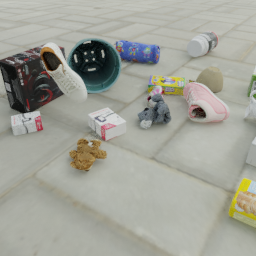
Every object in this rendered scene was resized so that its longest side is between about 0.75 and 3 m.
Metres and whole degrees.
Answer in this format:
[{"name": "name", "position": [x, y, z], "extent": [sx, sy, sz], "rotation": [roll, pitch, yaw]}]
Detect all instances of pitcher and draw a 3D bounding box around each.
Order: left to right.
[{"name": "pitcher", "position": [4.960, -0.675, 9.672], "extent": [1.603, 1.375, 0.972], "rotation": [15, 57, 22]}]

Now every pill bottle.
[{"name": "pill bottle", "position": [4.234, -4.754, 15.910], "extent": [1.117, 1.117, 1.962], "rotation": [24, 42, 31]}]

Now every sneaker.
[{"name": "sneaker", "position": [-2.062, -1.572, 8.777], "extent": [0.776, 2.130, 0.902], "rotation": [-28, 25, 14]}, {"name": "sneaker", "position": [1.063, -1.292, 11.289], "extent": [0.610, 0.562, 1.382], "rotation": [2, 34, -1]}, {"name": "sneaker", "position": [2.568, -0.984, 10.524], "extent": [1.229, 0.885, 2.352], "rotation": [-12, 40, -26]}]

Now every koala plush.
[{"name": "koala plush", "position": [0.885, -0.459, 9.941], "extent": [1.119, 1.028, 0.992], "rotation": [-24, 42, 3]}]

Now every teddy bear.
[{"name": "teddy bear", "position": [-1.222, 0.787, 8.373], "extent": [1.149, 0.529, 1.585], "rotation": [-3, 26, -17]}]

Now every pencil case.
[{"name": "pencil case", "position": [0.516, -4.115, 15.030], "extent": [2.464, 1.070, 0.961], "rotation": [12, -1, 16]}]

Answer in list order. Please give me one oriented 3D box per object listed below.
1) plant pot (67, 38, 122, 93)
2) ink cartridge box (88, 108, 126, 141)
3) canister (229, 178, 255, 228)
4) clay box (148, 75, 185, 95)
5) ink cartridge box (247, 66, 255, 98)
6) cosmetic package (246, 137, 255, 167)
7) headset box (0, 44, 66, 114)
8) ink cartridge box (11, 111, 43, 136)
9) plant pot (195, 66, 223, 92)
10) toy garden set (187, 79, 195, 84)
[{"name": "plant pot", "position": [-1.618, -3.011, 12.546], "extent": [2.286, 2.286, 2.239], "rotation": [-7, 27, -10]}, {"name": "ink cartridge box", "position": [-0.736, -0.159, 9.670], "extent": [0.854, 0.497, 1.180], "rotation": [-22, 40, -29]}, {"name": "canister", "position": [3.300, 1.901, 6.482], "extent": [1.592, 0.689, 1.183], "rotation": [20, 39, 29]}, {"name": "clay box", "position": [1.825, -1.881, 12.266], "extent": [1.808, 0.430, 1.039], "rotation": [4, 34, 8]}, {"name": "ink cartridge box", "position": [6.423, -2.157, 12.178], "extent": [1.935, 0.992, 2.618], "rotation": [15, 38, 21]}, {"name": "cosmetic package", "position": [4.551, 0.441, 8.544], "extent": [1.093, 0.768, 2.155], "rotation": [23, 39, 30]}, {"name": "headset box", "position": [-3.491, -2.063, 11.137], "extent": [1.009, 1.999, 2.690], "rotation": [21, 39, 26]}, {"name": "ink cartridge box", "position": [-3.526, -0.172, 9.761], "extent": [0.991, 0.413, 0.719], "rotation": [-12, 36, -18]}, {"name": "plant pot", "position": [3.665, -2.218, 12.290], "extent": [1.213, 0.815, 1.213], "rotation": [7, 36, -5]}, {"name": "toy garden set", "position": [2.930, -1.878, 12.504], "extent": [0.725, 0.174, 0.870], "rotation": [25, 42, 27]}]
